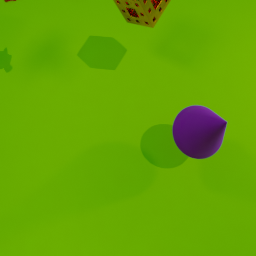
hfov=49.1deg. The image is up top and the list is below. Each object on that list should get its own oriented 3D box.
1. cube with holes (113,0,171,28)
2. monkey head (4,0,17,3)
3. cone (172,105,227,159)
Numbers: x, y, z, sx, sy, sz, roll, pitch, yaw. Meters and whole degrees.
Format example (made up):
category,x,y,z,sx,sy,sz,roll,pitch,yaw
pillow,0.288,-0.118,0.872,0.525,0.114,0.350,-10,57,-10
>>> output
category,x,y,z,sx,sy,sz,roll,pitch,yaw
cube with holes,0.318,-2.984,6.453,0.837,0.837,0.837,26,81,34
monkey head,-2.318,-2.899,5.630,0.742,0.621,1.031,28,70,37
cone,1.732,-0.009,5.845,1.256,1.261,1.256,2,81,-11
